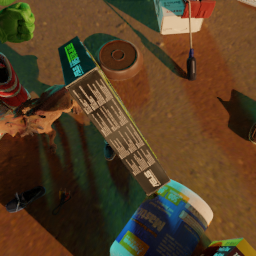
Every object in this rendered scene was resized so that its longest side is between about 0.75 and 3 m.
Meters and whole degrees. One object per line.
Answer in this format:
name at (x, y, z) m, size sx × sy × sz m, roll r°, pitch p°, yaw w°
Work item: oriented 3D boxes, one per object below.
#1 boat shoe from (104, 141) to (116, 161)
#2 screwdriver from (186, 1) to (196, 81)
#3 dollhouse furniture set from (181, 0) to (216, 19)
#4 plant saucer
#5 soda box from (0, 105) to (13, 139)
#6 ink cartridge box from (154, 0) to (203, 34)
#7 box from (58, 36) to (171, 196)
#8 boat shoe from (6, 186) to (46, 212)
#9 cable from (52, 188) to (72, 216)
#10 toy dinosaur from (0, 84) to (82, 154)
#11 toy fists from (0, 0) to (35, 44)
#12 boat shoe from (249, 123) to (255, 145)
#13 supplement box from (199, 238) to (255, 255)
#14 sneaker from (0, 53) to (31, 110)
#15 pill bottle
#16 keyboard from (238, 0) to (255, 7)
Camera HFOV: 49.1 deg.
boat shoe at (-0.480, 0.418, 8.440) m, size 0.417 × 0.344 × 1.114 m, roll 14°, pitch 67°, yaw 6°
screwdriver at (2.091, -2.793, 9.104) m, size 0.365 × 0.350 × 2.512 m, roll 3°, pitch 106°, yaw 14°
dollhouse furniture set at (2.321, -4.771, 8.672) m, size 1.002 × 2.464 × 1.326 m, roll -1°, pitch 68°, yaw -3°
plant saucer at (-0.328, -2.458, 9.746) m, size 1.731 × 0.298 × 1.731 m, roll 0°, pitch 66°, yaw -1°
soda box at (-4.217, 0.168, 8.395) m, size 0.586 × 0.627 × 1.841 m, roll 26°, pitch 69°, yaw 11°
ink cartridge box at (1.816, -4.594, 10.358) m, size 1.504 × 0.868 × 2.067 m, roll -6°, pitch 66°, yaw -3°
box at (-0.367, -0.358, 5.734) m, size 0.648 × 2.729 × 2.636 m, roll -32°, pitch 33°, yaw 4°
boat shoe at (-2.875, 1.903, 7.758) m, size 1.146 × 0.393 × 0.482 m, roll -34°, pitch 70°, yaw -14°
cable at (-1.842, 2.090, 7.855) m, size 0.375 × 0.194 × 0.771 m, roll 21°, pitch 80°, yaw -9°
toy dinosaur at (-2.308, -0.596, 7.984) m, size 1.268 × 2.003 × 2.955 m, roll 29°, pitch 69°, yaw 12°
toy fists at (-3.156, -3.267, 7.372) m, size 1.110 × 2.177 × 0.749 m, roll -23°, pitch 44°, yaw -15°
boat shoe at (4.227, -0.131, 8.576) m, size 0.535 × 0.536 × 1.448 m, roll 37°, pitch 71°, yaw 15°
supplement box at (1.912, 3.709, 6.005) m, size 2.175 × 2.145 × 1.444 m, roll -37°, pitch 71°, yaw -15°
sneaker at (-4.405, -1.821, 8.694) m, size 2.982 × 1.677 × 1.062 m, roll 32°, pitch 70°, yaw 13°
pill bottle at (0.607, 2.803, 6.670) m, size 1.635 × 1.635 × 2.918 m, roll 34°, pitch 70°, yaw 14°
keyboard at (5.381, -4.795, 10.867) m, size 2.184 × 0.116 × 0.615 m, roll 27°, pitch 69°, yaw 12°
